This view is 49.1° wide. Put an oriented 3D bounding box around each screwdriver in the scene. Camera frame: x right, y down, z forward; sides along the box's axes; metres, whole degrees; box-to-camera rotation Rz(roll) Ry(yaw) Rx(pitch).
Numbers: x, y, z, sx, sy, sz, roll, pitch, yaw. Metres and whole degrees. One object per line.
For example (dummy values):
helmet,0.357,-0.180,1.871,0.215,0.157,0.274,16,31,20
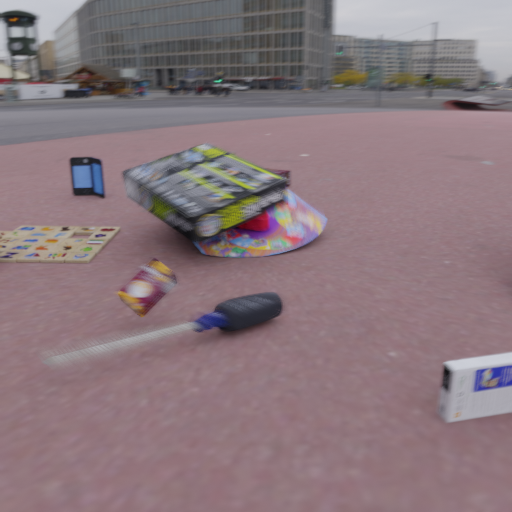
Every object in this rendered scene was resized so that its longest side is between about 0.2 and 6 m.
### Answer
screwdriver,-0.946,0.938,6.681,3.050,0.444,0.425,-16,-7,-33

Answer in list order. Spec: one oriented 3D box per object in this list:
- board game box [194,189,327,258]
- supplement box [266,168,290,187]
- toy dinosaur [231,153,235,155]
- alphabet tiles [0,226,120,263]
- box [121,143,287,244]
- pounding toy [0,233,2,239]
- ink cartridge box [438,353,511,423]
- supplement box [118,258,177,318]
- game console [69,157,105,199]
board game box,-0.264,-1.155,11.310,2.756,0.679,3.488,-15,35,-23
supplement box,0.232,-2.082,15.567,0.829,0.464,1.524,12,23,33
toy dinosaur,-1.259,-1.646,13.248,1.512,0.814,3.431,6,35,-6
alphabet tiles,-4.128,-0.249,10.725,2.545,0.096,2.127,0,19,2
box,-0.987,-1.256,10.331,2.016,0.557,2.517,-26,39,-31
pounding toy,-5.104,0.111,8.762,1.515,1.520,2.650,-26,5,10
ink cartridge box,2.382,1.256,5.469,1.211,0.573,0.225,-4,19,-11
supplement box,-1.367,0.400,7.089,0.363,0.282,0.658,37,68,17
game console,-4.370,-2.014,14.482,0.877,1.027,0.608,-3,18,-9
